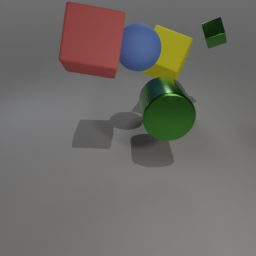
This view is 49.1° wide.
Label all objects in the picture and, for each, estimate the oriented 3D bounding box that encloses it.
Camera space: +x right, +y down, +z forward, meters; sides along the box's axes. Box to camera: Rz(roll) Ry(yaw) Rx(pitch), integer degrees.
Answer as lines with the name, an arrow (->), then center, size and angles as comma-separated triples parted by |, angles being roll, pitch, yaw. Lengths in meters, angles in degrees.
cube -> 1.404, -2.661, 10.444 | 1.400, 1.400, 1.400 | 24, -9, 9
cube -> 3.169, -3.480, 10.291 | 0.700, 0.700, 0.700 | -15, 70, 20
cube -> -0.897, -2.164, 7.205 | 1.400, 1.400, 1.400 | 8, 0, -6
ball -> 0.309, -2.425, 8.474 | 1.400, 1.400, 1.400 | 0, 30, 0
cylinder -> 1.051, -0.571, 7.858 | 1.400, 1.400, 1.400 | -1, 28, -2
